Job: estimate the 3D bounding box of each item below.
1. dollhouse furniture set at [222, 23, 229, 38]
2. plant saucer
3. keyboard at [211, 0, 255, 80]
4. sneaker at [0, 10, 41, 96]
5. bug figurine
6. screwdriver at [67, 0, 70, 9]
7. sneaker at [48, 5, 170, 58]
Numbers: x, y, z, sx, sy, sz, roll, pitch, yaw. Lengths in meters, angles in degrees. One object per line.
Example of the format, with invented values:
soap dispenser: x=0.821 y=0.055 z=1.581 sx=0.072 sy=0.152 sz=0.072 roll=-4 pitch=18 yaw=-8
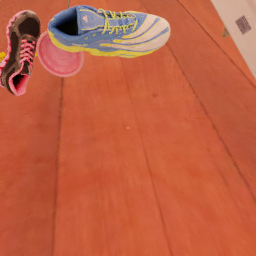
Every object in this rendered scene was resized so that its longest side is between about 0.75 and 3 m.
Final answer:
dollhouse furniture set: x=2.539 y=-2.173 z=5.732 sx=1.086 sy=0.530 sz=0.926 roll=7 pitch=78 yaw=11
plant saucer: x=-1.447 y=-1.643 z=6.101 sx=1.060 sy=1.060 sz=0.269 roll=5 pitch=35 yaw=6
keyboard: x=2.112 y=-1.860 z=4.888 sx=0.141 sy=0.745 sz=2.646 roll=-17 pitch=78 yaw=-48
sneaker: x=-2.262 y=-1.535 z=6.066 sx=0.747 sy=1.892 sz=0.902 roll=0 pitch=36 yaw=-47
bug figurine: x=-2.830 y=-1.950 z=7.819 sx=2.300 sy=0.592 sz=1.784 roll=-32 pitch=42 yaw=-12
screwdriver: x=-1.981 y=-4.373 z=9.391 sx=0.377 sy=2.703 sz=0.393 roll=-11 pitch=72 yaw=-22
sneaker: x=-0.354 y=-1.716 z=5.057 sx=2.301 sy=0.871 sz=1.208 roll=-3 pitch=11 yaw=3
